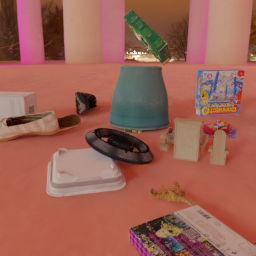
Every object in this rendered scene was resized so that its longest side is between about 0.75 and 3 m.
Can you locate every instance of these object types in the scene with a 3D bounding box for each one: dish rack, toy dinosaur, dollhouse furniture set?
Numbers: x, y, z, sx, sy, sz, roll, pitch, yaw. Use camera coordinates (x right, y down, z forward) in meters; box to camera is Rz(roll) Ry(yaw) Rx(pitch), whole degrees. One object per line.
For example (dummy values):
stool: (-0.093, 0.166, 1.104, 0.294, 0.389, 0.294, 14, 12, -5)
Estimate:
dish rack: (-1.092, 0.939, 7.009, 1.823, 0.463, 2.125, -3, 18, -13)
toy dinosaur: (0.985, 1.418, 5.760, 1.125, 0.340, 0.597, 1, 27, 40)
dollhouse furniture set: (2.144, 0.068, 8.679, 2.017, 1.155, 2.365, 7, 18, 21)

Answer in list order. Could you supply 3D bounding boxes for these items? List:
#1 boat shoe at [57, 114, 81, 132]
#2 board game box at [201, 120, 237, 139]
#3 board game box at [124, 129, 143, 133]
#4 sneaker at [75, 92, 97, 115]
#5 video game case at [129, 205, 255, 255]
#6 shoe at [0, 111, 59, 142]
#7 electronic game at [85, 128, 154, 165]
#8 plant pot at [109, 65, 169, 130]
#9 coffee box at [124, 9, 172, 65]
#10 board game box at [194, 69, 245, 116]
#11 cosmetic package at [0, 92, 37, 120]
boat shoe: (-2.623, -0.106, 10.499, 1.731, 0.625, 0.623, -13, -12, -9)
board game box: (3.306, -0.048, 10.470, 1.445, 0.356, 1.828, 7, 17, 20)
board game box: (0.348, -0.054, 10.883, 0.642, 0.144, 1.226, 3, 17, 19)
sneaker: (-2.025, -1.321, 13.622, 1.074, 1.021, 2.709, -1, 17, -10)
video game case: (1.027, 1.835, 4.229, 1.465, 0.289, 1.616, -9, 19, -28)
shoe: (-3.760, -0.140, 9.550, 2.715, 0.725, 0.949, -6, 40, -11)
electronic game: (-0.224, 0.501, 7.855, 1.997, 0.415, 1.997, 18, 15, -5)
plant pot: (0.469, -1.313, 11.109, 2.447, 2.300, 2.447, 1, 14, 0)
coffee box: (0.935, -4.121, 12.872, 2.534, 0.557, 1.558, 51, 5, 21)
board game box: (4.167, -1.627, 12.835, 2.073, 2.029, 0.579, -4, 17, -11)
cosmetic package: (-4.831, -0.633, 10.601, 2.542, 1.434, 1.031, 4, 17, 7)
